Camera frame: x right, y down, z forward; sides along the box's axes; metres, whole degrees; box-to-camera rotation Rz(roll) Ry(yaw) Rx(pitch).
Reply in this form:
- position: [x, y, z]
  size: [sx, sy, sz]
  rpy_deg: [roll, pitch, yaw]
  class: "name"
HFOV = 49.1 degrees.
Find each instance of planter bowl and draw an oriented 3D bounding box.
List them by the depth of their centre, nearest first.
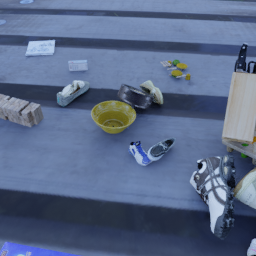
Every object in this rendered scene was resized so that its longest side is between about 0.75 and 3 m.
- position: [-0.529, -0.270, 10.147]
  size: [1.601, 0.667, 1.601]
  rpy_deg: [3, 40, -3]
  class: "planter bowl"

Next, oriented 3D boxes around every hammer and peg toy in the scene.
- position: [4.271, 0.537, 8.805]
  size: [1.546, 0.741, 2.102]
  rpy_deg: [-20, 26, -22]
  class: "hammer and peg toy"

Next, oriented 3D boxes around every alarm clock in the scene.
- position: [0.279, -1.241, 11.062]
  size: [1.350, 0.666, 2.001]
  rpy_deg: [22, 16, -5]
  class: "alarm clock"

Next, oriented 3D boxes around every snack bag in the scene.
- position: [-4.713, -4.334, 15.133]
  size: [1.475, 0.167, 1.565]
  rpy_deg: [-6, 42, -7]
  class: "snack bag"

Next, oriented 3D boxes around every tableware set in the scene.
- position: [2.369, -2.767, 13.331]
  size: [1.168, 0.266, 1.734]
  rpy_deg: [-14, 42, -19]
  class: "tableware set"

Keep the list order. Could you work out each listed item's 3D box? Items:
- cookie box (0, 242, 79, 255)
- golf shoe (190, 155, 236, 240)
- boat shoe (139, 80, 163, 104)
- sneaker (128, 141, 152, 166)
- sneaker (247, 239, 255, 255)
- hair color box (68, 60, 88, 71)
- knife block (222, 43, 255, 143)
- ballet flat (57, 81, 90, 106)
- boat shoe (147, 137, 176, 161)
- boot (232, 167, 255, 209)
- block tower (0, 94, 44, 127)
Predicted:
- position: [-1.903, 3.534, 5.770]
  size: [2.098, 0.788, 1.795]
  rpy_deg: [7, 42, 8]
  class: "cookie box"
- position: [2.310, 1.827, 7.734]
  size: [1.237, 1.018, 2.619]
  rpy_deg: [0, 35, 22]
  class: "golf shoe"
- position: [0.982, -1.444, 11.593]
  size: [0.510, 0.591, 1.620]
  rpy_deg: [-20, 43, -8]
  class: "boat shoe"
- position: [0.348, 0.755, 9.088]
  size: [0.393, 0.561, 0.972]
  rpy_deg: [-29, 49, -28]
  class: "sneaker"
- position: [3.281, 3.169, 6.475]
  size: [0.523, 0.483, 1.186]
  rpy_deg: [-29, 41, -27]
  class: "sneaker"
- position: [-2.373, -2.986, 13.402]
  size: [0.884, 0.437, 0.268]
  rpy_deg: [-4, 42, -5]
  class: "hair color box"
- position: [3.658, -1.211, 8.792]
  size: [0.887, 2.435, 2.774]
  rpy_deg: [9, 35, 20]
  class: "knife block"
- position: [-2.238, -1.626, 11.730]
  size: [0.658, 0.622, 1.953]
  rpy_deg: [20, 45, 22]
  class: "ballet flat"
- position: [1.112, 0.613, 9.171]
  size: [0.455, 0.447, 1.261]
  rpy_deg: [45, 48, 14]
  class: "boat shoe"
- position: [4.263, 1.796, 7.693]
  size: [2.448, 0.882, 1.894]
  rpy_deg: [-23, 51, -36]
  class: "boot"
- position: [-4.519, -0.742, 10.680]
  size: [2.500, 0.723, 0.675]
  rpy_deg: [14, 43, 16]
  class: "block tower"
